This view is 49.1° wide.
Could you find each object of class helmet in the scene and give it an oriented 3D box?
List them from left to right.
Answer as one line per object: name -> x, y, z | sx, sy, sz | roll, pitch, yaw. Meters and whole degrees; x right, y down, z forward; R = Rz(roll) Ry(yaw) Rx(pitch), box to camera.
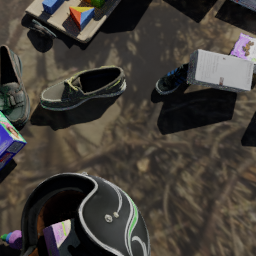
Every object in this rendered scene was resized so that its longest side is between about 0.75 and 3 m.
helmet -> -0.935, 2.450, 6.114 | 2.926, 2.789, 2.926 | -3, 110, -7

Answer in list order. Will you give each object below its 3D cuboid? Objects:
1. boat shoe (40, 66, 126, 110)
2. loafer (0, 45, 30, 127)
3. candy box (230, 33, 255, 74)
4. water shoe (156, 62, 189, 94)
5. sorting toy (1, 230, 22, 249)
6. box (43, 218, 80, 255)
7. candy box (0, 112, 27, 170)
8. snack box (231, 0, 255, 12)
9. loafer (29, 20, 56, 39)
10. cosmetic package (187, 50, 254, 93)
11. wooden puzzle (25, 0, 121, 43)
boat shoe -> -1.437, -1.299, 8.743 | 2.782, 0.832, 0.994 | -15, 68, -6
loafer -> -3.739, -1.359, 8.757 | 0.967, 0.846, 2.690 | -14, 68, -6
candy box -> 4.154, -2.495, 9.456 | 1.233, 0.441, 1.034 | 26, 70, 11
water shoe -> 1.594, -1.727, 9.014 | 1.689, 0.666, 0.604 | -34, 71, -13
sorting toy -> -3.139, 3.743, 6.820 | 0.826, 0.831, 2.397 | -3, 67, 24
box -> -1.216, 2.499, 6.187 | 1.029, 0.497, 0.905 | -3, 67, -45
candy box -> -4.098, 0.313, 7.984 | 1.553, 0.707, 1.837 | -45, 74, -1
snack box -> 5.027, -5.398, 10.519 | 1.777, 0.713, 2.107 | 32, 70, 11
loafer -> -3.023, -3.392, 9.909 | 1.193, 0.429, 0.375 | 38, 92, 21
cosmetic package -> 2.823, -1.712, 8.597 | 1.891, 0.700, 0.961 | 7, 91, -11
wooden puzzle -> -1.957, -4.705, 10.263 | 2.859, 0.662, 2.648 | 28, 71, 11
